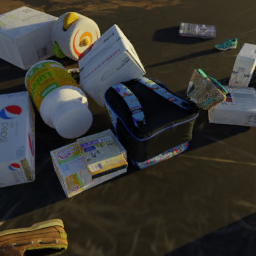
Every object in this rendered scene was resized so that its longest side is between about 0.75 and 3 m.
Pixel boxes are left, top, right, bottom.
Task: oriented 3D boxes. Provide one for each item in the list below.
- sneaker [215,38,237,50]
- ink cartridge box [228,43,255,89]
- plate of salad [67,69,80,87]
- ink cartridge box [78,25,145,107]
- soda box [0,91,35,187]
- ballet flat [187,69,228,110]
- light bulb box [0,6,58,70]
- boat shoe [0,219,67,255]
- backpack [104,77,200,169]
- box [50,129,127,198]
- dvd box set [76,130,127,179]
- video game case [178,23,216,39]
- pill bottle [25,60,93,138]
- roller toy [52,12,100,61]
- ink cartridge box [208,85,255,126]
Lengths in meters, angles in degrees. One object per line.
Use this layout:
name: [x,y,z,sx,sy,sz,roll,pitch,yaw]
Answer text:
sneaker: [3.947,-3.397,11.286,0.976,0.389,0.378,-16,46,-15]
ink cartridge box: [3.712,-1.869,8.965,0.561,1.355,0.993,22,48,21]
plate of salad: [-1.849,-1.784,9.666,1.157,0.278,1.157,0,43,0]
ink cartridge box: [-0.595,-1.972,8.614,1.679,0.975,2.327,-36,34,15]
soda box: [-2.878,0.171,7.157,0.826,0.883,2.594,-9,44,-9]
ballet flat: [1.827,-0.980,7.057,0.802,0.742,2.274,45,16,-6]
light bulb box: [-3.956,-3.502,10.716,2.095,1.307,2.076,27,50,27]
boat shoe: [-2.020,2.248,5.144,1.787,0.643,0.608,-16,45,-16]
backpack: [0.428,-0.309,7.243,1.970,1.452,2.158,-23,49,-22]
box: [-0.904,0.800,6.564,1.546,0.783,0.870,-22,48,-21]
dvd box set: [-0.591,0.553,6.132,0.803,0.161,1.097,-17,47,-17]
video game case: [3.087,-4.341,12.462,1.586,0.150,1.133,10,44,9]
pill bottle: [-1.925,-0.809,7.859,1.318,1.318,2.372,-22,48,-21]
roller toy: [-1.870,-3.362,10.345,1.201,1.719,1.568,34,32,31]
ink cartridge box: [3.107,-0.688,8.285,1.374,0.576,1.206,5,44,6]
